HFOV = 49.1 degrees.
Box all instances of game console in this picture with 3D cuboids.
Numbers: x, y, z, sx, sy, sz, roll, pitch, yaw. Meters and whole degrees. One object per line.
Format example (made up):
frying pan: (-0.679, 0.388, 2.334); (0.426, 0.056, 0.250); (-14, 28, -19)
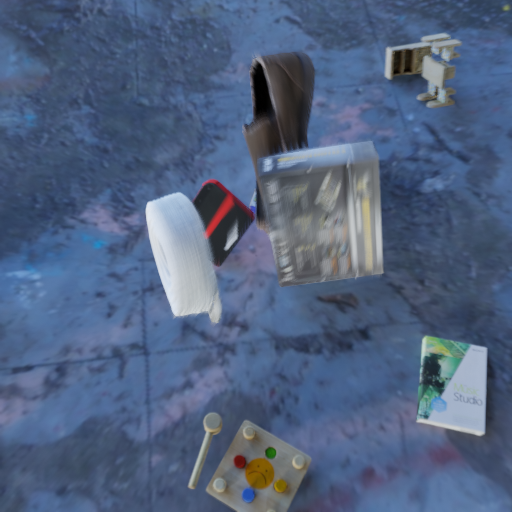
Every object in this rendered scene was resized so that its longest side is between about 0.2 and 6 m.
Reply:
game console: (-0.796, -0.640, 10.718); (1.210, 1.368, 0.212); (40, 27, 7)

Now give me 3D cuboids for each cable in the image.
cable: (-1.188, -0.010, 8.644); (0.654, 1.889, 1.889); (-16, 32, -16)

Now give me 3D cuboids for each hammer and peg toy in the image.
hammer and peg toy: (-0.197, 3.407, 8.999); (1.812, 0.639, 1.333); (26, 67, 13)

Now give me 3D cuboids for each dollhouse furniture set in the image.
dollhouse furniture set: (3.693, -4.195, 12.541); (1.022, 1.349, 1.539); (-12, 37, -8)

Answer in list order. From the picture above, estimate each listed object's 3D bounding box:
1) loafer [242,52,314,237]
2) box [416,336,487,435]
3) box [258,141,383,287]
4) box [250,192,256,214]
loafer: (0.228, -2.090, 10.546); (1.257, 1.293, 3.541); (2, 89, -29)
box: (3.426, 2.238, 9.791); (1.104, 0.278, 1.529); (10, 62, 5)
box: (1.168, -0.658, 9.752); (1.946, 2.457, 0.594); (-9, 38, 5)
box: (0.427, -1.317, 11.612); (0.844, 0.294, 1.418); (17, 68, 8)
